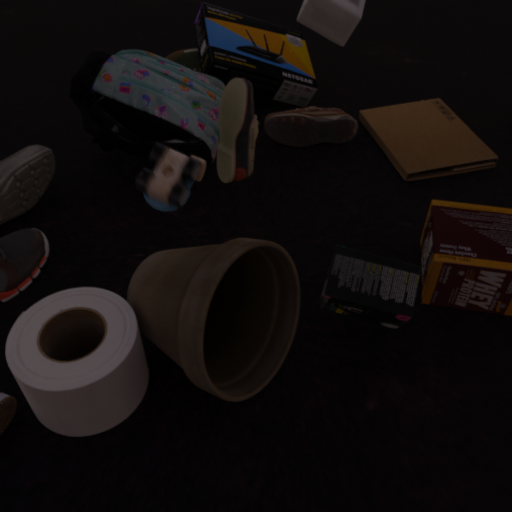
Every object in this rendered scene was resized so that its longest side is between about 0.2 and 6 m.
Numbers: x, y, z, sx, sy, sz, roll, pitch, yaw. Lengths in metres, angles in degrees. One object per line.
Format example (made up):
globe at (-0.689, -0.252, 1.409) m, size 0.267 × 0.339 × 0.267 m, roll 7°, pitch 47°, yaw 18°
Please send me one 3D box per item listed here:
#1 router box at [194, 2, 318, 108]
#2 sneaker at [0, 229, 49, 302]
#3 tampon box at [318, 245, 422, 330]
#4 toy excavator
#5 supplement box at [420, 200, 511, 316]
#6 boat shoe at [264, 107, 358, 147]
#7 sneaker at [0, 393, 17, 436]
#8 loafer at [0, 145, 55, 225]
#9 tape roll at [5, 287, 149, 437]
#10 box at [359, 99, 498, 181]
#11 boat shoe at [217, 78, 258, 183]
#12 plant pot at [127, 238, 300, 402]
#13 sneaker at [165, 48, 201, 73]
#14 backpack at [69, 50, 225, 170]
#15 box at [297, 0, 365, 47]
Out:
router box at (-0.020, -4.479, 12.551) m, size 2.589 × 0.661 × 1.931 m, roll 6°, pitch 57°, yaw -26°
sneaker at (-4.331, 0.212, 8.447) m, size 1.004 × 1.066 × 2.604 m, roll 29°, pitch 51°, yaw 26°
tampon box at (1.564, 0.459, 7.850) m, size 1.198 × 0.898 × 0.756 m, roll 15°, pitch 74°, yaw 6°
toy excavator at (-0.982, -0.965, 7.022) m, size 0.575 × 1.151 × 1.119 m, roll 23°, pitch 70°, yaw 4°
supplement box at (3.366, 0.008, 8.739) m, size 1.418 × 0.955 × 1.438 m, roll 8°, pitch 45°, yaw 8°
boat shoe at (1.108, -2.762, 11.776) m, size 1.977 × 0.749 × 0.710 m, roll 1°, pitch 40°, yaw -12°
sneaker at (-3.849, 2.256, 6.671) m, size 0.980 × 0.633 × 1.806 m, roll 19°, pitch 41°, yaw 12°
loafer at (-4.761, -0.974, 9.646) m, size 1.096 × 1.098 × 3.140 m, roll 25°, pitch 50°, yaw 13°
tape roll at (-2.262, 1.349, 7.270) m, size 1.614 × 1.108 × 1.614 m, roll 0°, pitch 45°, yaw 0°
box at (3.526, -2.500, 11.774) m, size 2.004 × 0.261 × 2.451 m, roll -11°, pitch 46°, yaw -10°
boat shoe at (-0.231, -1.894, 8.521) m, size 0.527 × 1.684 × 0.599 m, roll -18°, pitch 43°, yaw -31°
plant pot at (-0.690, 0.682, 7.559) m, size 1.801 × 2.075 × 2.075 m, roll 12°, pitch 43°, yaw 37°
sneaker at (-0.862, -4.128, 12.865) m, size 2.439 × 0.818 × 1.095 m, roll -4°, pitch 45°, yaw -21°
backpack at (-1.880, -2.718, 10.580) m, size 2.709 × 2.261 × 1.715 m, roll 19°, pitch 81°, yaw -1°
box at (1.193, -3.899, 8.799) m, size 0.862 × 0.563 × 0.857 m, roll 25°, pitch 49°, yaw -10°
